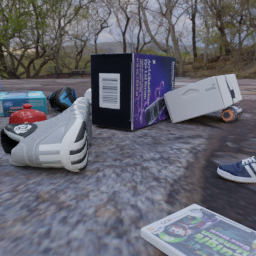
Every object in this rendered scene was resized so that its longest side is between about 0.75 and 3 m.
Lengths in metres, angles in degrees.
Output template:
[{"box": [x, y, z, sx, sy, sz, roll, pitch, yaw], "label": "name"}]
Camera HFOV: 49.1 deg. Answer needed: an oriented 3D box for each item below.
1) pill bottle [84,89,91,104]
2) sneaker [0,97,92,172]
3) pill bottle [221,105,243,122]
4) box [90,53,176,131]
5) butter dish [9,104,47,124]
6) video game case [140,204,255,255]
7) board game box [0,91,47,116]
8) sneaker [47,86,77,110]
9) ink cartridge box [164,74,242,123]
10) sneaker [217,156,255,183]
[{"box": [-1.681, -1.627, 14.131, 0.801, 0.801, 1.425, 2, 12, 11], "label": "pill bottle"}, {"box": [-1.657, 0.019, 5.837, 1.724, 1.120, 2.986, -3, 13, -4], "label": "sneaker"}, {"box": [3.490, -0.488, 9.480, 0.527, 0.527, 0.992, 9, 15, 35], "label": "pill bottle"}, {"box": [0.274, -1.283, 9.167, 1.552, 2.202, 2.976, 8, 15, 32], "label": "box"}, {"box": [-2.756, -0.265, 7.747, 1.096, 0.810, 1.093, 8, 15, 35], "label": "butter dish"}, {"box": [0.798, 1.135, 2.889, 0.920, 0.118, 1.012, -10, 16, -37], "label": "video game case"}, {"box": [-4.632, -1.063, 11.751, 2.185, 0.679, 2.895, -4, 13, -19], "label": "board game box"}, {"box": [-2.735, -1.070, 11.584, 1.175, 1.050, 2.868, -16, 7, -5], "label": "sneaker"}, {"box": [2.633, -1.041, 9.591, 1.813, 1.046, 2.498, -17, 1, 34], "label": "ink cartridge box"}, {"box": [2.062, 0.526, 4.421, 1.217, 0.660, 0.426, 5, 13, 20], "label": "sneaker"}]
